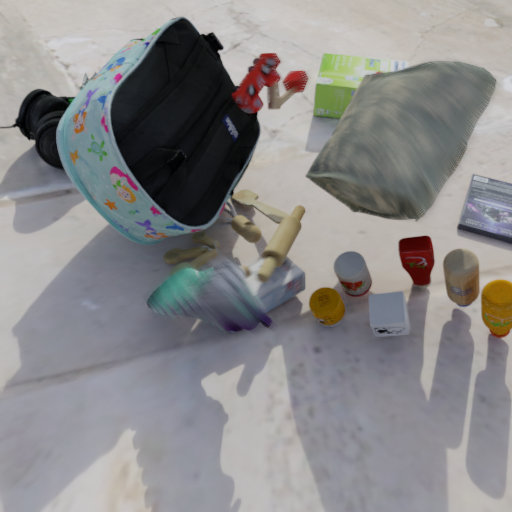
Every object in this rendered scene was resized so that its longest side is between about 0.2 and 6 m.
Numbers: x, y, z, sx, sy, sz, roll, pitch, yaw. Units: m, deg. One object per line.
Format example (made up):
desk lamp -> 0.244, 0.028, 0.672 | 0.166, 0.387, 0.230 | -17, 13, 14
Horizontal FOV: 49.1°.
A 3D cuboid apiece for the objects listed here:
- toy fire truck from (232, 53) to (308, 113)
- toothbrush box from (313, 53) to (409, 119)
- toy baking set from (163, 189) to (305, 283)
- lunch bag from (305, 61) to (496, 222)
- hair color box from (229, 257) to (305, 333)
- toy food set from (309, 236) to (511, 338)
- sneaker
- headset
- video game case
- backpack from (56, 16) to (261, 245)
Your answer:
toy fire truck -> 0.265, -2.984, 9.959 | 0.367, 1.062, 1.506 | 14, 65, 41
toothbrush box -> 2.440, -3.901, 13.040 | 2.038, 0.877, 1.484 | 10, 48, 7
toy baking set -> -0.330, -0.426, 9.699 | 2.329, 0.353, 3.035 | 6, 41, 30
lunch bag -> 2.280, -1.687, 8.535 | 2.100, 1.505, 2.560 | -60, 24, -2
hair color box -> 0.001, 0.546, 9.081 | 1.474, 0.447, 0.730 | -29, 49, -20
toy food set -> 2.430, 0.652, 8.813 | 2.987, 1.344, 1.426 | -8, 58, 18
sneaker -> -0.769, 0.770, 8.186 | 0.879, 1.034, 2.363 | -47, 19, -28
headset -> -4.271, -2.456, 11.747 | 3.342, 1.570, 2.064 | -17, 46, -36
video game case -> 4.590, -0.917, 10.739 | 1.159, 0.154, 1.622 | 18, 50, 16
backpack -> -1.719, -1.965, 9.691 | 2.591, 3.056, 3.442 | -14, 40, 32
